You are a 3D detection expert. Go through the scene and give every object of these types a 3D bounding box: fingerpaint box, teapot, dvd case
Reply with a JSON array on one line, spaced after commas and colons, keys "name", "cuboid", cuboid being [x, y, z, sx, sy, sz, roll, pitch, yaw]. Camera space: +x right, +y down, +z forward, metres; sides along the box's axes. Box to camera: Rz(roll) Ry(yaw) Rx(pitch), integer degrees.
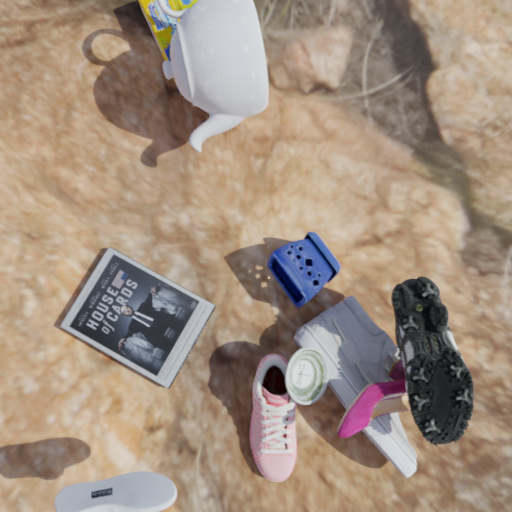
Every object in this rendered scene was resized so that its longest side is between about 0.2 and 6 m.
[{"name": "fingerpaint box", "cuboid": [-1.135, -4.457, 10.938, 1.715, 0.754, 2.055, -23, 79, -5]}, {"name": "teapot", "cuboid": [-0.768, -3.334, 9.426, 1.632, 2.206, 2.235, -10, 55, -3]}, {"name": "dvd case", "cuboid": [-2.102, 1.084, 10.039, 2.247, 0.278, 1.689, 28, 79, 5]}]

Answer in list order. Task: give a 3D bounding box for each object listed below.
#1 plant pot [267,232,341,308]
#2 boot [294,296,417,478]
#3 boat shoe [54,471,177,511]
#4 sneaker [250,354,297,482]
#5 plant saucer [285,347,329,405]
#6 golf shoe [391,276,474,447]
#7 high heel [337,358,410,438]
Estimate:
[{"name": "plant pot", "cuboid": [0.868, 0.211, 9.868, 0.921, 1.025, 1.025, -34, 80, -13]}, {"name": "boot", "cuboid": [2.049, 2.095, 9.414, 1.421, 1.094, 2.974, -36, 82, -6]}, {"name": "boat shoe", "cuboid": [-1.892, 3.414, 7.707, 1.623, 0.566, 0.575, -7, 39, -6]}, {"name": "sneaker", "cuboid": [0.287, 2.693, 9.281, 0.800, 1.111, 2.124, 0, 79, 1]}, {"name": "plant saucer", "cuboid": [0.759, 1.885, 8.871, 0.901, 0.226, 0.901, 2, 87, -35]}, {"name": "golf shoe", "cuboid": [2.657, 1.561, 8.524, 0.958, 1.165, 2.465, -8, 81, 9]}, {"name": "high heel", "cuboid": [2.101, 2.358, 8.593, 1.938, 0.653, 0.930, -27, 53, -38]}]
